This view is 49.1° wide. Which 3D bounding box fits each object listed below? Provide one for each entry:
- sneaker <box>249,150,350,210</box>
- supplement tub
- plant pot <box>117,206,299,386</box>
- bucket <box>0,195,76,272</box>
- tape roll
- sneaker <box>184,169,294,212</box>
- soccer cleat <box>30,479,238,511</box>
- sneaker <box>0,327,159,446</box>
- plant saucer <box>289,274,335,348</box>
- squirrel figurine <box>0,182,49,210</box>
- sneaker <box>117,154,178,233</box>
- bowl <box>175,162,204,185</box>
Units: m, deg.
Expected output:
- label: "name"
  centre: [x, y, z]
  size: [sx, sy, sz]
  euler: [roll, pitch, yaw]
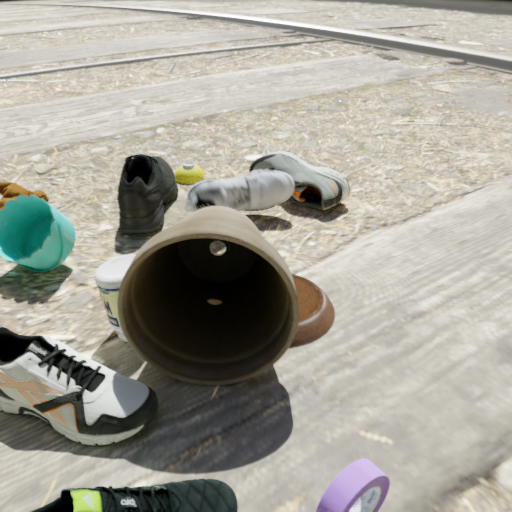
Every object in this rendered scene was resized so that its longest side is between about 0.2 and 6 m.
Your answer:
- label: "sneaker"
  centre: [0.879, -1.790, 13.383]
  size: [2.623, 0.970, 1.040]
  euler: [22, 43, 30]
- label: "supplement tub"
  centre: [-2.028, 0.688, 9.057]
  size: [0.881, 1.215, 0.881]
  euler: [-8, 28, 4]
- label: "plant pot"
  centre: [-0.639, 0.328, 8.628]
  size: [2.520, 2.520, 2.187]
  euler: [1, 27, 1]
- label: "bucket"
  centre: [-4.205, -0.397, 10.670]
  size: [1.396, 0.908, 1.396]
  euler: [-5, 72, 16]
- label: "tape roll"
  centre: [1.075, 2.714, 6.205]
  size: [0.902, 0.902, 0.296]
  euler: [-24, 39, -33]
- label: "sneaker"
  centre: [-0.384, -1.279, 12.178]
  size: [2.453, 0.922, 1.410]
  euler: [-7, 14, 6]
- label: "soccer cleat"
  centre: [-1.471, 2.828, 5.849]
  size: [2.674, 1.084, 0.903]
  euler: [-10, 33, -16]
- label: "sneaker"
  centre: [-2.652, 1.728, 7.638]
  size: [2.739, 1.096, 1.010]
  euler: [10, 32, 12]
- label: "plant saucer"
  centre: [0.393, 0.839, 9.752]
  size: [1.974, 0.340, 1.974]
  euler: [0, 33, 0]
- label: "squirrel figurine"
  centre: [-5.099, -0.865, 11.942]
  size: [1.372, 0.971, 1.280]
  euler: [-1, 39, 4]
- label: "sneaker"
  centre: [-2.493, -1.776, 12.887]
  size: [1.202, 1.437, 3.166]
  euler: [-4, 31, -2]
- label: "bowl"
  centre: [-1.737, -2.192, 14.496]
  size: [0.781, 0.420, 0.781]
  euler: [0, 33, 0]
